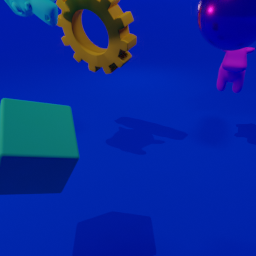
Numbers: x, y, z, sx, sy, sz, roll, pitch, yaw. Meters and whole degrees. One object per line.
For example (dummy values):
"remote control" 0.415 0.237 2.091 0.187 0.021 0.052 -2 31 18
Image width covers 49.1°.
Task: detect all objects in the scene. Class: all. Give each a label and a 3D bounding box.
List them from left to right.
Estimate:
"cube" -1.198 0.260 3.557 0.858 0.858 0.858 5 48 -28
"monkey head" -1.635 -2.634 5.342 1.343 1.867 1.125 36 60 5
"gear" -0.779 -2.278 6.525 2.058 2.058 0.381 18 47 30
"ball" 1.356 -1.465 3.615 0.905 0.905 0.905 0 28 0
"cow figurine" 2.498 -1.507 6.637 0.729 1.306 1.327 10 33 16
